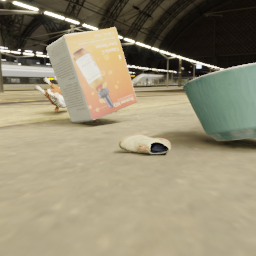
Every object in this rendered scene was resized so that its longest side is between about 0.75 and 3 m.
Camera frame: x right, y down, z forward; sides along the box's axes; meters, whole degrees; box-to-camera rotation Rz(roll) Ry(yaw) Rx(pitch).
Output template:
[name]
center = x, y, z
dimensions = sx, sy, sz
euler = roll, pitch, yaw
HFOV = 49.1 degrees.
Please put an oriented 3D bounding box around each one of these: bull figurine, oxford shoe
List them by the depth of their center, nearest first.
[oxford shoe]
center = 0.286, 0.287, 4.823
dimensions = 0.912, 0.323, 0.337
euler = 0, 6, 4
[bull figurine]
center = -2.911, -1.439, 11.835
dimensions = 1.549, 0.831, 2.552
euler = 42, 11, 1

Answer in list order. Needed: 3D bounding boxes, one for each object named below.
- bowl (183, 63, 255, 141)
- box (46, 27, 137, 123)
[bowl]
center = 2.388, -0.430, 5.601
dimensions = 2.390, 1.250, 2.390
euler = -8, -3, 0
[box]
center = -1.065, -1.604, 8.593
dimensions = 1.843, 2.421, 1.287
euler = -26, 14, -37
